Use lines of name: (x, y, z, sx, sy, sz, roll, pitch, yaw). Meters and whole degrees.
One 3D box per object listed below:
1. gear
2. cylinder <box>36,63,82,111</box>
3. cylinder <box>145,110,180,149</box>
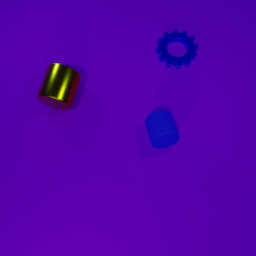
gear: (1.657, -2.670, 9.482, 1.368, 0.253, 1.368, 0, 75, 1)
cylinder: (-2.109, -1.248, 8.655, 1.111, 1.111, 1.111, 14, 75, 4)
cylinder: (0.994, 0.046, 8.220, 0.844, 0.844, 0.844, -12, 56, -3)
